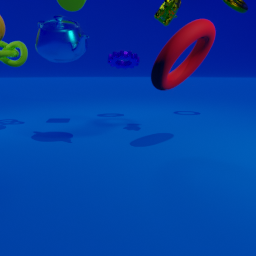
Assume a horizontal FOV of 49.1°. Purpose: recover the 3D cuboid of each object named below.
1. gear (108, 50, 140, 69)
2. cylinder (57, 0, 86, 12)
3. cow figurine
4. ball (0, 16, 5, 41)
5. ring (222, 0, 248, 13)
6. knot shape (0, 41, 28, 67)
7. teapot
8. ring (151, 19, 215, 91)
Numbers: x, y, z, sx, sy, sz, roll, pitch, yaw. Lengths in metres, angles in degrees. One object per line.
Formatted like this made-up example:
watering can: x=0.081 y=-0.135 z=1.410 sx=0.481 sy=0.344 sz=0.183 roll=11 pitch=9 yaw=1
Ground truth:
gear: x=-0.160 y=-2.482 z=10.272 sx=1.148 sy=0.212 sz=1.148 roll=1 pitch=-11 yaw=0
cylinder: x=-1.541 y=-3.809 z=7.868 sx=0.809 sy=0.809 sz=0.809 roll=0 pitch=40 yaw=2
cow figurine: x=1.046 y=-3.006 z=7.113 sx=0.543 sy=0.989 sz=0.973 roll=36 pitch=53 yaw=-4
ball: x=-3.648 y=-2.584 z=7.118 sx=0.963 sy=0.963 sz=0.963 roll=0 pitch=11 yaw=0
ring: x=3.631 y=-4.368 z=9.629 sx=1.172 sy=0.234 sz=1.172 roll=18 pitch=45 yaw=-19
knot shape: x=-3.747 y=-2.204 z=8.449 sx=1.241 sy=0.574 sz=1.162 roll=27 pitch=51 yaw=28
teapot: x=-1.451 y=-2.002 z=6.201 sx=1.847 sy=0.904 sz=1.148 roll=31 pitch=46 yaw=32
ring: x=1.218 y=-1.563 z=6.196 sx=0.360 sy=1.800 sz=1.800 roll=47 pitch=32 yaw=19
